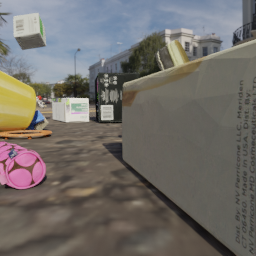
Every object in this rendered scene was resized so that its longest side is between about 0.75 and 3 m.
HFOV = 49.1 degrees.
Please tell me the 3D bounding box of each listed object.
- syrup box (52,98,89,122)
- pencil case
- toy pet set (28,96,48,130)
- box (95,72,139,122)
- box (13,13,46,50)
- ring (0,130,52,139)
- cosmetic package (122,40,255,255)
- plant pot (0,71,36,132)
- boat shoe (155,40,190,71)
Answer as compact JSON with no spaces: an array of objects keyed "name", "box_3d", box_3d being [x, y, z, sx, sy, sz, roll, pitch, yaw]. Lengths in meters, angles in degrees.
[{"name":"syrup box","box_3d":[-2.484,-0.777,11.865,0.955,0.987,2.424,-3,5,-27]},{"name":"pencil case","box_3d":[-1.138,0.334,2.671,0.395,0.383,0.843,-33,22,-34]},{"name":"toy pet set","box_3d":[-2.651,-0.320,7.486,0.949,1.016,0.540,48,8,26]},{"name":"box","box_3d":[-0.527,-1.230,11.631,1.601,1.914,2.576,-1,5,-9]},{"name":"box","box_3d":[-3.167,-3.108,9.060,0.836,0.832,0.716,-9,-21,-3]},{"name":"ring","box_3d":[-2.290,0.147,6.233,1.157,0.111,1.157,-1,5,0]},{"name":"cosmetic package","box_3d":[0.951,0.020,2.308,1.507,1.018,2.865,-1,5,-15]},{"name":"plant pot","box_3d":[-3.163,-0.632,6.443,1.805,1.805,1.698,5,-6,44]},{"name":"boat shoe","box_3d":[0.814,-0.380,4.983,0.954,1.037,2.902,-18,-23,11]}]
